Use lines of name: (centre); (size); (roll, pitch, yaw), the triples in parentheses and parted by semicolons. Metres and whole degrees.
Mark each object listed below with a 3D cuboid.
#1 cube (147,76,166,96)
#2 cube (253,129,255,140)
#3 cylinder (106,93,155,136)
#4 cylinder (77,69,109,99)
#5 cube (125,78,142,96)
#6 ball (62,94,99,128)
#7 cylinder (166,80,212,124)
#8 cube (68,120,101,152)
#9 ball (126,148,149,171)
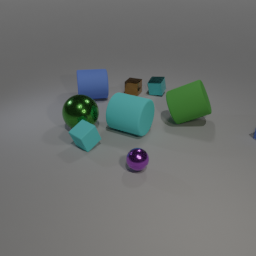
cube: (1.450, -2.114, 14.054); (0.700, 0.700, 0.700); (6, 39, 25)
cube: (5.109, 0.165, 10.108); (0.700, 0.700, 0.700); (-13, 32, -22)
cylinder: (0.100, -0.532, 10.605); (1.400, 1.400, 1.400); (15, 32, 25)
cylinder: (-1.711, -2.099, 13.456); (1.400, 1.400, 1.400); (-4, 29, -10)
cube: (0.275, -2.089, 14.216); (0.700, 0.700, 0.700); (11, 32, 19)
ball: (-1.815, -0.593, 10.747); (1.400, 1.400, 1.400); (0, 29, 0)
cylinder: (2.405, -1.016, 11.075); (1.400, 1.400, 1.400); (-18, 22, 23)
cube: (-1.486, 0.265, 9.720); (0.700, 0.700, 0.700); (25, 59, 37)
ball: (0.294, 0.955, 8.563); (0.700, 0.700, 0.700); (0, 29, 0)
